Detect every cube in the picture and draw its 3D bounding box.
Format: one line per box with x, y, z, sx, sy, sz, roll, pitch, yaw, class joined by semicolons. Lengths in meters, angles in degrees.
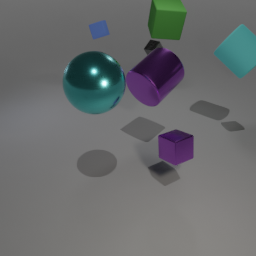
1.790;-5.127;13.151;1.400;1.400;1.400;1;45;-8;cube
1.322;0.520;7.738;0.700;0.700;0.700;-17;23;-31;cube
-1.389;-4.767;13.597;0.700;0.700;0.700;-12;19;16;cube
1.435;-4.325;15.418;0.700;0.700;0.700;26;77;39;cube

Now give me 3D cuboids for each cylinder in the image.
0.882;-1.653;9.139;1.400;1.400;1.400;26;60;37;cylinder
4.156;-2.793;10.289;1.400;1.400;1.400;46;42;5;cylinder

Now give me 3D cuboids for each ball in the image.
-0.750;-1.002;6.275;1.400;1.400;1.400;0;30;0;ball
